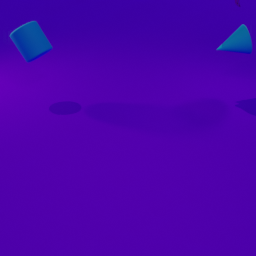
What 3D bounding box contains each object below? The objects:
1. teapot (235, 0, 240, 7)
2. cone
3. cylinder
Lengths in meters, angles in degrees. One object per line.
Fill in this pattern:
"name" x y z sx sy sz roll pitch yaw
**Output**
"teapot" 2.527 -4.111 7.715 2.066 1.012 1.285 29 66 -13
"cone" 3.113 -2.510 8.426 0.896 0.892 0.892 -17 29 12
"cylinder" -2.779 -2.474 8.085 0.861 0.861 0.861 -28 16 9
